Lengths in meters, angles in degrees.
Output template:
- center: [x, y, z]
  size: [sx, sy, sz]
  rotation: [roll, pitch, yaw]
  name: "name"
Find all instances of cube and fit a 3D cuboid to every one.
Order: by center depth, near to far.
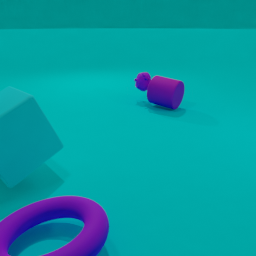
- center: [-2.303, 0.117, 5.473]
  size: [1.274, 1.274, 1.274]
  rotation: [-40, 37, -24]
  name: "cube"

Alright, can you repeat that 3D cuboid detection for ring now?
- center: [-1.064, 1.406, 3.676]
  size: [1.652, 0.330, 1.652]
  rotation: [-8, 16, 2]
  name: "ring"

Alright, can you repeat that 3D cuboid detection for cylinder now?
- center: [1.331, -1.255, 9.852]
  size: [1.003, 1.003, 1.003]
  rotation: [19, 28, 29]
  name: "cylinder"

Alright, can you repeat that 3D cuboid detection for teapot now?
- center: [0.531, -1.775, 10.556]
  size: [0.578, 0.734, 1.180]
  rotation: [9, -14, -14]
  name: "teapot"
